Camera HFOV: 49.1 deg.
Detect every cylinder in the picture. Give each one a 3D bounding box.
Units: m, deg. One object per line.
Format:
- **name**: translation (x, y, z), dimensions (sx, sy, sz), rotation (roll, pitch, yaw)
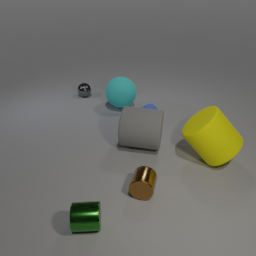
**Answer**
- **cylinder**: translation (0.480, -0.004, 9.831), dimensions (1.400, 1.400, 1.400), rotation (7, 30, 9)
- **cylinder**: translation (0.435, 1.556, 7.952), dimensions (0.700, 0.700, 0.700), rotation (7, 30, 12)
- **cylinder**: translation (-1.025, 2.161, 6.856), dimensions (0.700, 0.700, 0.700), rotation (-2, 29, -2)
- **cylinder**: translation (2.699, 0.255, 9.019), dimensions (1.400, 1.400, 1.400), rotation (-40, 13, 12)

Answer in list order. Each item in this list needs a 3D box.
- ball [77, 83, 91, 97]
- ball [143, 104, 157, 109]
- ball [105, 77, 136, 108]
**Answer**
- **ball**: translation (-2.203, -1.926, 14.170), dimensions (0.700, 0.700, 0.700), rotation (0, 29, 0)
- **ball**: translation (0.929, -0.690, 11.979), dimensions (0.700, 0.700, 0.700), rotation (0, 29, 0)
- **ball**: translation (-0.323, -1.620, 12.746), dimensions (1.400, 1.400, 1.400), rotation (0, 29, 0)
